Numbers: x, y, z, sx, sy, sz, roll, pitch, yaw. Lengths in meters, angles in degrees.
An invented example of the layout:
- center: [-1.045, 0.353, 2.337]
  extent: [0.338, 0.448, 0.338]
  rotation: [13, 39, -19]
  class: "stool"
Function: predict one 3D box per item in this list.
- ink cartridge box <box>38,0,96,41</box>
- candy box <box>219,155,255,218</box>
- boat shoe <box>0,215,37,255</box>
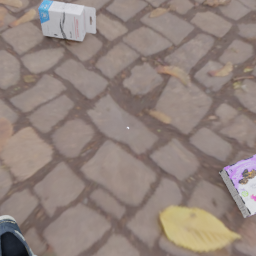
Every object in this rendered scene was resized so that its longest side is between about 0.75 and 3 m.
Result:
- center: [-1.943, -3.471, 9.149]
  extent: [1.701, 0.985, 0.567]
  rotation: [9, 52, 3]
  class: "ink cartridge box"
- center: [3.123, 1.436, 7.051]
  extent: [1.062, 0.453, 1.266]
  rotation: [-20, 66, -10]
  class: "candy box"
- center: [-2.231, 2.715, 5.709]
  extent: [0.736, 1.967, 0.608]
  rotation: [-17, 20, -27]
  class: "boat shoe"
